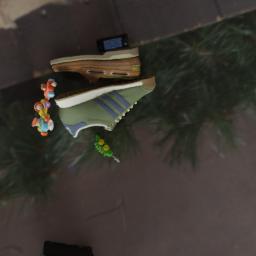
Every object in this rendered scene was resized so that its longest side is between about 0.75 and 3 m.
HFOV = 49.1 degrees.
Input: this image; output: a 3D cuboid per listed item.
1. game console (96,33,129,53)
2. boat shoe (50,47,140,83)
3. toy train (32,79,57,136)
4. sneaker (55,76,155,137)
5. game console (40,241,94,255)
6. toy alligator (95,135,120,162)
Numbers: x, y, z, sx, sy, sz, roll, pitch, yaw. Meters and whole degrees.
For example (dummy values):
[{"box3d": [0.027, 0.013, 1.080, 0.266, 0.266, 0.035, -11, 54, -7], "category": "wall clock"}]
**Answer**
[{"box3d": [-0.412, -2.342, 8.594, 0.981, 0.846, 0.582, -12, 68, -2], "category": "game console"}, {"box3d": [-0.996, -1.739, 8.217, 2.743, 0.987, 0.932, -1, 112, 19], "category": "boat shoe"}, {"box3d": [-2.420, -0.593, 8.014, 0.433, 1.168, 1.555, 9, 64, -28], "category": "toy train"}, {"box3d": [-0.535, -0.612, 8.281, 2.979, 0.999, 1.337, -16, 108, -15], "category": "sneaker"}, {"box3d": [-1.608, 3.440, 7.282, 1.300, 0.757, 1.144, 15, 117, -14], "category": "game console"}, {"box3d": [-0.686, 0.673, 8.272, 0.284, 0.311, 1.047, -37, 82, -21], "category": "toy alligator"}]
